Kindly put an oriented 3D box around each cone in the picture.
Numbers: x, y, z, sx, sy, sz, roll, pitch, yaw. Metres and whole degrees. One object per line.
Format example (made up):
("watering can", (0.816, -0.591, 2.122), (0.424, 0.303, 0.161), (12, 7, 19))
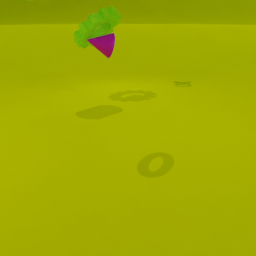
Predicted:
("cone", (-1.000, -2.918, 9.599), (0.877, 0.874, 0.874), (8, 19, -22))

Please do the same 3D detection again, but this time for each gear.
("gear", (-1.065, -3.457, 9.707), (1.772, 0.328, 1.772), (-35, -1, 0))
